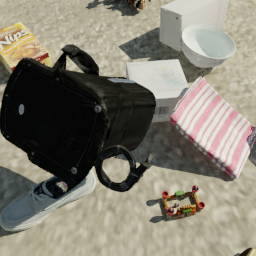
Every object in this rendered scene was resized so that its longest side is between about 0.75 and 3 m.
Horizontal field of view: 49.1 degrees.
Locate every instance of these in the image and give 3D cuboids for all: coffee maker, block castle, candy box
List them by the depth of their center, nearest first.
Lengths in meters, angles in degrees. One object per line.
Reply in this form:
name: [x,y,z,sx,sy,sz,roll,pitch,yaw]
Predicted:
coffee maker: [-0.487,-0.050,5.064,2.473,1.734,2.575,50,22,11]
block castle: [1.346,1.801,6.882,0.961,0.451,0.642,-9,52,-7]
candy box: [-4.142,-2.958,10.599,1.456,0.698,2.523,-31,58,-21]

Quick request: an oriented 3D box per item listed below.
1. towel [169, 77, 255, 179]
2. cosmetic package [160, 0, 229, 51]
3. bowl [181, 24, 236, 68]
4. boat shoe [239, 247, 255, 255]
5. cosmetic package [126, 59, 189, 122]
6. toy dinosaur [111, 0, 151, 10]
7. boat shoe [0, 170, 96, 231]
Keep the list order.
towel: [2.475,-0.049,7.767,2.530,0.378,1.851,41,60,-4]
cosmetic package: [2.668,-4.449,11.277,2.820,1.518,1.196,-31,52,-24]
bowl: [2.819,-2.862,10.323,2.000,0.899,2.000,5,52,-7]
boat shoe: [2.455,3.044,5.979,1.035,0.371,0.394,-40,75,-19]
cosmetic package: [0.890,-1.201,8.930,1.765,1.089,1.771,-5,50,-5]
toy dinosaur: [0.189,-6.530,13.457,1.816,1.367,2.676,6,31,-13]
boat shoe: [-1.948,1.576,6.785,2.463,0.877,0.859,-25,55,-19]
